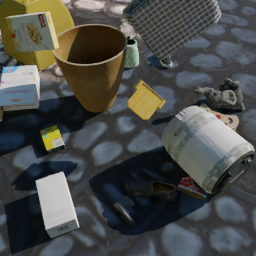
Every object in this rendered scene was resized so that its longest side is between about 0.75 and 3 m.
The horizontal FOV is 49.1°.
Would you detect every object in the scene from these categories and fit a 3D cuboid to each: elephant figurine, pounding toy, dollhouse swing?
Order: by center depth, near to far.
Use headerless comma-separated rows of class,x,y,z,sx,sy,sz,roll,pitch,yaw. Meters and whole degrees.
dollhouse swing,0.467,-0.805,8.314,0.942,0.828,0.856,39,8,-10
pounding toy,3.221,-0.273,9.719,1.070,1.074,1.872,-34,57,-21
elephant figurine,3.416,-1.054,10.414,1.683,1.191,1.306,-31,41,-32

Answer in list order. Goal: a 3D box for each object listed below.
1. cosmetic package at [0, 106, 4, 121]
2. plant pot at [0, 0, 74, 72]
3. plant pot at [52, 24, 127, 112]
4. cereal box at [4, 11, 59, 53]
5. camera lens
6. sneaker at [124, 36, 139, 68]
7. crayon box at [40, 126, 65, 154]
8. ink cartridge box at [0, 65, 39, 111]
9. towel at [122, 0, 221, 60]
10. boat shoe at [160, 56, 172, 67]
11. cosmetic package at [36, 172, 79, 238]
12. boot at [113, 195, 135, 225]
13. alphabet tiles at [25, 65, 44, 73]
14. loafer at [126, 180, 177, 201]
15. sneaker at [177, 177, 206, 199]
cosmetic package,-5.159,-0.903,10.627,0.783,0.529,1.489,-7,49,-6
plant pot,-4.081,-4.641,12.416,2.613,2.691,2.630,32,56,25
plant pot,-1.232,-1.921,10.096,2.466,2.646,2.466,0,49,1
cereal box,-2.114,-2.094,6.171,1.076,0.774,0.213,1,31,20
camera lens,2.374,0.656,8.396,1.843,1.843,2.304,-28,54,-22
sneaker,-0.735,-3.328,12.149,2.402,1.417,0.884,-5,51,-3
crayon box,-2.609,0.393,9.691,0.615,0.246,0.969,-19,52,-16
ink cartridge box,-4.188,-1.433,10.892,1.317,0.776,2.288,-6,49,-9
towel,1.459,-3.761,9.190,2.725,2.256,1.166,-32,49,19
boat shoe,1.643,-3.226,12.708,0.443,0.436,1.230,-16,51,-13
cosmetic package,-2.005,2.128,7.907,0.841,0.663,1.563,-16,50,-12
boot,0.011,2.313,8.020,0.547,0.290,0.831,-30,60,-30
alphabet tiles,-4.179,-2.713,12.511,0.897,0.065,0.877,21,53,18
loafer,0.701,1.744,8.310,1.548,0.560,0.564,5,50,5
sneaker,1.979,1.781,8.447,0.875,0.312,0.492,21,56,20
